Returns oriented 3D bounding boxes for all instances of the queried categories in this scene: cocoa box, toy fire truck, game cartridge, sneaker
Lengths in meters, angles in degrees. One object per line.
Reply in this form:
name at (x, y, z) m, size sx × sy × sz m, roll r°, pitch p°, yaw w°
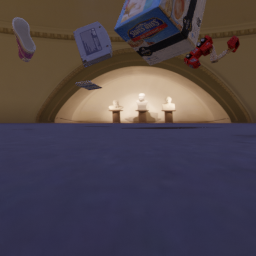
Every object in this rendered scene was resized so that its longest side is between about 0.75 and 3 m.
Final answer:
cocoa box at (0.979, -3.323, 7.698) m, size 1.629 × 2.443 × 1.603 m, roll -8°, pitch -34°, yaw 46°
toy fire truck at (2.627, -2.387, 8.851) m, size 1.057 × 1.498 × 0.365 m, roll 46°, pitch 6°, yaw 33°
game cartridge at (-1.238, -3.054, 10.118) m, size 1.197 × 1.799 × 0.368 m, roll -22°, pitch -30°, yaw 5°
sneaker at (-2.381, -1.934, 6.250) m, size 0.358 × 0.987 × 0.563 m, roll -9°, pitch -19°, yaw -34°

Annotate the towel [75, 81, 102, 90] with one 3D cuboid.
towel at (-1.341, -1.462, 9.667) m, size 0.609 × 0.099 × 0.829 m, roll -4°, pitch -8°, yaw 26°
